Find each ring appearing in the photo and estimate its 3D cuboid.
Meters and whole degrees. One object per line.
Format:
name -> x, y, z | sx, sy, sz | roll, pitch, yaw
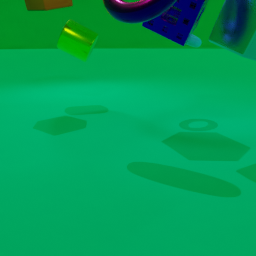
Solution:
ring -> 0.327, -2.991, 5.568 | 1.965, 1.965, 0.393 | 12, -9, 33
ring -> 1.623, -2.809, 8.489 | 1.296, 0.259, 1.296 | 20, 26, -10

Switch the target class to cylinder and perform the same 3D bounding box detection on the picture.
cylinder -> -1.814, -3.156, 10.175 | 1.135, 1.135, 1.135 | 26, 15, -9

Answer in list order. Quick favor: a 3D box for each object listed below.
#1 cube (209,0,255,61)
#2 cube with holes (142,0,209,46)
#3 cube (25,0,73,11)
cube -> 2.403, -1.887, 5.215 | 1.071, 1.071, 1.071 | 6, 28, -27
cube with holes -> 1.269, -3.076, 7.058 | 1.203, 1.203, 1.203 | 28, 48, 6
cube -> -2.548, -4.302, 8.739 | 1.070, 1.070, 1.070 | 18, 36, 37
